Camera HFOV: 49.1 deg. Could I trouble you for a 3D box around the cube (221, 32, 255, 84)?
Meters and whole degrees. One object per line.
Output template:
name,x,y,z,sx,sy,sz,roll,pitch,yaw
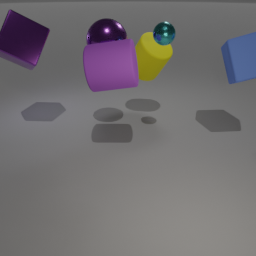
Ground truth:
cube,4.074,-2.347,9.428,1.400,1.400,1.400,-13,4,12

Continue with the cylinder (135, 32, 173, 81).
cylinder,0.865,-2.857,11.320,1.400,1.400,1.400,12,56,-19

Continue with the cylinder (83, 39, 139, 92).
cylinder,-0.467,-1.846,8.349,1.400,1.400,1.400,-6,27,8

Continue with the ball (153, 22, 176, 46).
ball,1.111,-2.893,8.605,0.700,0.700,0.700,0,28,0

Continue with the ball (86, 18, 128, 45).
ball,-0.706,-2.951,9.453,1.400,1.400,1.400,0,28,0

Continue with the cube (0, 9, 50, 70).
cube,-3.757,-3.030,9.906,1.400,1.400,1.400,22,-5,-24
